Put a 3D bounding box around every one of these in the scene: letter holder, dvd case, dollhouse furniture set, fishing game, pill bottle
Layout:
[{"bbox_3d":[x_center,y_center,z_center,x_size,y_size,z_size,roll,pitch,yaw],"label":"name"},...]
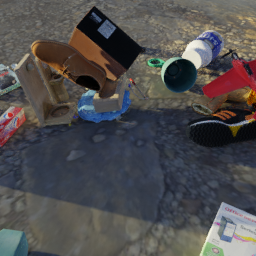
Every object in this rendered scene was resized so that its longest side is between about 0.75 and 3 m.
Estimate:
[{"bbox_3d":[-0.832,-2.810,9.753,2.123,1.509,1.068,38,69,-13],"label":"letter holder"},{"bbox_3d":[-5.484,-2.018,11.742,2.039,0.224,1.489,33,53,32],"label":"dvd case"},{"bbox_3d":[-1.701,-1.818,9.576,2.734,2.228,2.600,-5,40,12],"label":"dollhouse furniture set"},{"bbox_3d":[-0.854,-0.870,10.347,2.989,0.465,2.140,-22,44,-11],"label":"fishing game"},{"bbox_3d":[3.350,-3.472,12.664,1.250,1.250,2.088,26,48,26],"label":"pill bottle"}]

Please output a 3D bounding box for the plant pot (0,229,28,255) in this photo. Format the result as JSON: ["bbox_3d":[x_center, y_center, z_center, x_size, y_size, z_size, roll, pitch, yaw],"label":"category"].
[{"bbox_3d":[-2.638,2.819,5.928,0.829,0.829,1.173,6,33,6],"label":"plant pot"}]

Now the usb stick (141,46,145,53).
[{"bbox_3d":[0.166,-4.067,14.086,1.452,0.237,0.403,19,45,20],"label":"usb stick"}]

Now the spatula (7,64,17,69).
[{"bbox_3d":[-5.201,-2.468,12.393,0.838,0.097,1.205,-21,45,-23],"label":"spatula"}]

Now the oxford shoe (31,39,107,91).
[{"bbox_3d":[-1.931,-2.049,9.298,2.677,0.955,0.954,23,42,-19],"label":"oxford shoe"}]

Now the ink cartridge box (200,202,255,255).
[{"bbox_3d":[2.351,2.591,6.251,1.100,0.662,1.513,22,45,24],"label":"ink cartridge box"}]

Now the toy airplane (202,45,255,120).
[{"bbox_3d":[3.870,-1.303,8.667,2.907,0.535,2.907,-1,74,3],"label":"toy airplane"}]

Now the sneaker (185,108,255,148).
[{"bbox_3d":[3.069,-0.112,9.223,2.699,0.944,1.214,-5,31,-8],"label":"sneaker"}]

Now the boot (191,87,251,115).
[{"bbox_3d":[3.515,-0.985,10.377,1.609,0.607,1.837,20,43,40],"label":"boot"}]

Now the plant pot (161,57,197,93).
[{"bbox_3d":[1.956,-2.214,11.247,1.351,1.351,1.084,-5,25,-5],"label":"plant pot"}]

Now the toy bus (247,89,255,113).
[{"bbox_3d":[5.750,-0.712,9.339,2.476,1.750,2.579,2,37,-23],"label":"toy bus"}]

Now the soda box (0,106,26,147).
[{"bbox_3d":[-4.061,-0.071,9.351,0.481,0.532,1.518,10,42,12],"label":"soda box"}]

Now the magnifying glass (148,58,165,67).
[{"bbox_3d":[1.664,-2.896,12.822,1.576,0.176,0.627,21,45,21],"label":"magnifying glass"}]
